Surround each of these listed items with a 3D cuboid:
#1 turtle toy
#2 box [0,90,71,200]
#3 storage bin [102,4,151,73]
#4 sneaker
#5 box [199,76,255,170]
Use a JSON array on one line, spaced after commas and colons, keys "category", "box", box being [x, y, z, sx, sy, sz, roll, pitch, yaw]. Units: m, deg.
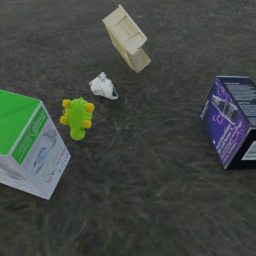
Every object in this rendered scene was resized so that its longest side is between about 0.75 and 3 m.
[{"category": "turtle toy", "box": [-1.419, -0.259, 8.046, 0.912, 1.252, 0.633, 10, 3, 9]}, {"category": "box", "box": [-3.007, 0.236, 6.289, 2.761, 2.436, 1.335, 15, 60, 12]}, {"category": "storage bin", "box": [0.029, -3.235, 10.508, 0.854, 1.823, 1.810, -36, 77, 1]}, {"category": "sneaker", "box": [-0.863, -1.339, 9.678, 0.736, 0.682, 1.816, -26, 29, -6]}, {"category": "box", "box": [2.944, -0.179, 7.522, 1.097, 1.556, 2.103, -1, 43, -13]}]
